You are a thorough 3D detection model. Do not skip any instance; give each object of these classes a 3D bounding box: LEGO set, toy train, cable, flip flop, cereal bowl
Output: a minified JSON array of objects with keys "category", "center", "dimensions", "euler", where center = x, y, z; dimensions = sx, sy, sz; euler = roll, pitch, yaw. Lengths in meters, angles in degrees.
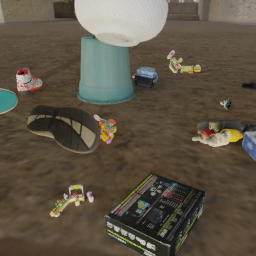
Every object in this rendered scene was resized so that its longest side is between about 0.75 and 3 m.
[{"category":"LEGO set","center":[2.724,-3.071,14.134],"dimensions":[1.822,0.838,0.678],"euler":[30,46,-1]},{"category":"LEGO set","center":[-1.093,1.316,5.265],"dimensions":[0.854,0.318,0.393],"euler":[-15,29,-29]},{"category":"toy train","center":[-0.740,-0.069,7.672],"dimensions":[0.956,0.354,1.273],"euler":[36,25,-3]},{"category":"cable","center":[3.045,0.184,7.678],"dimensions":[2.808,0.707,1.364],"euler":[3,-5,-24]},{"category":"flip flop","center":[-1.683,0.021,7.430],"dimensions":[2.628,1.065,0.756],"euler":[12,-17,36]},{"category":"cereal bowl","center":[-0.238,-3.023,7.902],"dimensions":[2.632,1.096,2.632],"euler":[8,0,0]}]

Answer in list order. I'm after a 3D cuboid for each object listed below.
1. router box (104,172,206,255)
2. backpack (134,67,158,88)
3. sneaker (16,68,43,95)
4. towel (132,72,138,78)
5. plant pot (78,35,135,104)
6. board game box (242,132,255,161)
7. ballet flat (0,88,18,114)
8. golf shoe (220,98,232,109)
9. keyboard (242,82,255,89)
[{"category":"router box","center":[0.508,1.454,4.785],"dimensions":[1.144,0.474,1.527],"euler":[16,29,30]},{"category":"backpack","center":[0.836,-2.272,12.301],"dimensions":[0.943,0.757,1.030],"euler":[13,24,17]},{"category":"sneaker","center":[-4.054,-2.054,11.627],"dimensions":[0.578,0.928,1.731],"euler":[4,26,8]},{"category":"towel","center":[0.642,-2.560,13.601],"dimensions":[0.636,0.165,0.959],"euler":[7,27,19]},{"category":"plant pot","center":[-0.865,-2.355,10.756],"dimensions":[2.289,2.242,2.289],"euler":[0,25,0]},{"category":"board game box","center":[4.130,0.742,6.262],"dimensions":[2.228,0.486,2.239],"euler":[-1,26,-3]},{"category":"ballet flat","center":[-4.991,-0.705,9.045],"dimensions":[0.924,0.924,2.660],"euler":[23,35,40]},{"category":"golf shoe","center":[3.441,-0.833,9.903],"dimensions":[0.355,0.292,0.751],"euler":[-5,18,29]},{"category":"keyboard","center":[5.506,-1.771,11.993],"dimensions":[1.166,0.120,0.741],"euler":[14,35,25]}]
